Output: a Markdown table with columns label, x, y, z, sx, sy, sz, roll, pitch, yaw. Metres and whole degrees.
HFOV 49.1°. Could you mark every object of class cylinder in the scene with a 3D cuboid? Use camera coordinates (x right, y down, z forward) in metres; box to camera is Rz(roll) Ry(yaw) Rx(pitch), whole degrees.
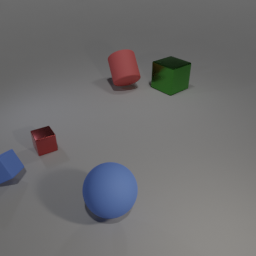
| label | x | y | z | sx | sy | sz | roll | pitch | yaw |
| --- | --- | --- | --- | --- | --- | --- | --- | --- | --- |
| cylinder | -0.199 | -3.006 | 14.128 | 1.400 | 1.400 | 1.400 | -14 | -9 | -2 |

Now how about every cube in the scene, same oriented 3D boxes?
| label | x | y | z | sx | sy | sz | roll | pitch | yaw |
| --- | --- | --- | --- | --- | --- | --- | --- | --- | --- |
| cube | -2.988 | 0.450 | 9.988 | 0.700 | 0.700 | 0.700 | -18 | 37 | -26 |
| cube | -3.762 | 1.185 | 8.513 | 0.700 | 0.700 | 0.700 | -24 | 15 | 18 |
| cube | 2.165 | -2.676 | 14.205 | 1.400 | 1.400 | 1.400 | -25 | 40 | -33 |

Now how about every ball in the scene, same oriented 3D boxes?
| label | x | y | z | sx | sy | sz | roll | pitch | yaw |
| --- | --- | --- | --- | --- | --- | --- | --- | --- | --- |
| ball | -0.453 | 1.575 | 7.133 | 1.400 | 1.400 | 1.400 | 0 | 33 | 0 |
